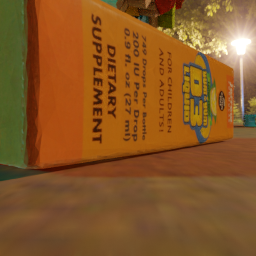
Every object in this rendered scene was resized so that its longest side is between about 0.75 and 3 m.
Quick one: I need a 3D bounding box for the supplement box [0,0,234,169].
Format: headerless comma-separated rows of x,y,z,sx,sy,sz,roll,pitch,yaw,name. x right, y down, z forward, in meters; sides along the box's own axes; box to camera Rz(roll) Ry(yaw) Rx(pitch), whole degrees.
0.082,-0.268,2.273,0.881,0.852,2.562,1,3,35,supplement box

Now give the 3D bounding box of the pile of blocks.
0.526,-2.279,5.491,0.892,1.179,2.871,17,30,21,pile of blocks

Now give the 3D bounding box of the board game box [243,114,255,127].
5.494,-0.294,10.665,2.005,0.471,1.514,1,2,20,board game box
